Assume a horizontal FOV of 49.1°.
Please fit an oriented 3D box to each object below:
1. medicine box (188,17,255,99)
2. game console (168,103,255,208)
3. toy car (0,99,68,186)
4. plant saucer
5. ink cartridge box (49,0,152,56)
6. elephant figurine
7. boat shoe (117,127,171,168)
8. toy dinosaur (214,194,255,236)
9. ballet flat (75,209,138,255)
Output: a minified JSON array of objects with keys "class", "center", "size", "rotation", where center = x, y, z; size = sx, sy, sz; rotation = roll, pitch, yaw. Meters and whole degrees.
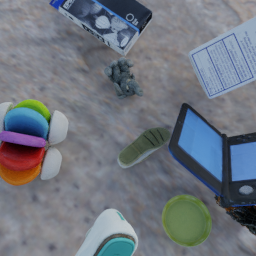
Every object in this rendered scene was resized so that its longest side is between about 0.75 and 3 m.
[{"class":"medicine box","center":[2.748,-1.652,6.401],"size":[2.228,2.029,1.147],"rotation":[-23,89,23]},{"class":"game console","center":[2.172,0.274,5.724],"size":[2.081,1.442,2.438],"rotation":[-12,23,24]},{"class":"toy car","center":[-2.294,0.328,6.188],"size":[1.688,1.446,1.929],"rotation":[12,94,-8]},{"class":"plant saucer","center":[1.283,2.041,6.199],"size":[1.104,0.172,1.104],"rotation":[1,64,-2]},{"class":"ink cartridge box","center":[-0.838,-3.393,7.900],"size":[2.818,0.553,1.401],"rotation":[35,88,6]},{"class":"elephant figurine","center":[-0.057,-1.155,7.389],"size":[0.864,0.948,1.222],"rotation":[-33,81,24]},{"class":"boat shoe","center":[0.370,0.476,6.919],"size":[1.502,0.514,0.561],"rotation":[-29,72,-19]},{"class":"toy dinosaur","center":[2.711,1.805,5.782],"size":[1.930,1.310,0.986],"rotation":[12,59,25]},{"class":"ballet flat","center":[-0.809,2.767,5.346],"size":[1.036,1.036,2.983],"rotation":[37,106,15]}]
